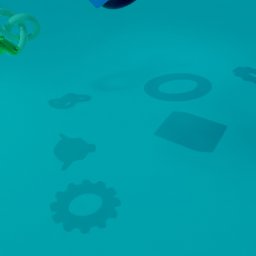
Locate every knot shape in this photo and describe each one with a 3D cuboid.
[{"bbox_3d":[-2.856,-2.478,6.941,1.165,1.091,0.538,-47,20,1],"label":"knot shape"}]

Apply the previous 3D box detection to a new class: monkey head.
[{"bbox_3d":[-2.570,-1.427,5.230,0.912,0.764,1.268,27,23,-21],"label":"monkey head"}]

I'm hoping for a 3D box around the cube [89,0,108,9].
[{"bbox_3d":[-0.381,-3.063,4.794,1.155,1.155,1.155,-11,44,51],"label":"cube"}]

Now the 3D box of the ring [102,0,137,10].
[{"bbox_3d":[-0.013,-3.766,6.854,2.003,2.003,0.401,-28,76,-27],"label":"ring"}]
